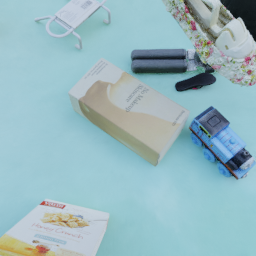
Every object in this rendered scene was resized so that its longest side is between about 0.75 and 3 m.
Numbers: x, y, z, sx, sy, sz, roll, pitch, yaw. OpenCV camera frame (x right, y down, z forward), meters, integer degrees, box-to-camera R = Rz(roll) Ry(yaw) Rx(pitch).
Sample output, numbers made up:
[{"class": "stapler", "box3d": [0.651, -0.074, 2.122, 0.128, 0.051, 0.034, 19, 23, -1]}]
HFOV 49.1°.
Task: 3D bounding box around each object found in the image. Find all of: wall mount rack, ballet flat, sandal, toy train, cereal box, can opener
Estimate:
[{"class": "wall mount rack", "box3d": [-1.818, -3.646, 8.973, 2.124, 0.911, 2.444, 37, 70, 12]}, {"class": "ballet flat", "box3d": [1.734, -2.093, 5.707, 1.131, 0.955, 2.989, -41, 86, -11]}, {"class": "sandal", "box3d": [1.969, -1.308, 8.207, 1.189, 0.268, 0.447, -14, 59, 10]}, {"class": "toy train", "box3d": [2.292, 0.403, 6.906, 0.824, 1.086, 1.900, -34, 69, -15]}, {"class": "cereal box", "box3d": [-1.362, 2.133, 5.555, 1.615, 2.245, 0.444, 12, 98, 5]}, {"class": "can opener", "box3d": [1.504, -2.084, 8.222, 2.872, 0.954, 0.756, -2, 66, 4]}]

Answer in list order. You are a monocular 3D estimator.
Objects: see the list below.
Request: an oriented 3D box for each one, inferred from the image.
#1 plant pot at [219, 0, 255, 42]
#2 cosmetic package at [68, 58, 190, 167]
[{"class": "plant pot", "box3d": [4.033, -4.264, 8.570, 2.318, 2.061, 2.323, 13, 65, 5]}, {"class": "cosmetic package", "box3d": [0.008, -0.449, 7.350, 2.831, 1.006, 1.489, 32, 69, 14]}]
